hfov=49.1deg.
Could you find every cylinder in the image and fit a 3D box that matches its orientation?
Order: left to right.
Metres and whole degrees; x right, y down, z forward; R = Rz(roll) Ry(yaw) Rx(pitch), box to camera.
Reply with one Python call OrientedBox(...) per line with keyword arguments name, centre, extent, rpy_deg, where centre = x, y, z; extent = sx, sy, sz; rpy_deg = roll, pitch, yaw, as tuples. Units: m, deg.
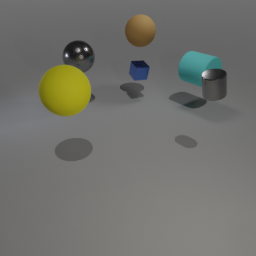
OrientedBox(name="cylinder", centre=(3.235, -2.626, 12.598), extent=(1.400, 1.400, 1.400), rpy_deg=(-22, 36, -34))
OrientedBox(name="cylinder", centre=(2.510, -1.262, 8.156), extent=(0.700, 0.700, 0.700), rpy_deg=(-9, 36, 7))

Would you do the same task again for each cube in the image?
OrientedBox(name="cube", centre=(0.532, -2.767, 13.455), extent=(0.700, 0.700, 0.700), rpy_deg=(-9, 43, -23))

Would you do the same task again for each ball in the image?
OrientedBox(name="ball", centre=(-1.721, -1.018, 7.691), extent=(1.400, 1.400, 1.400), rpy_deg=(0, 29, 0))
OrientedBox(name="ball", centre=(-2.151, -3.102, 12.242), extent=(1.400, 1.400, 1.400), rpy_deg=(0, 29, 0))
OrientedBox(name="ball", centre=(0.559, -4.408, 12.736), extent=(1.400, 1.400, 1.400), rpy_deg=(0, 29, 0))
